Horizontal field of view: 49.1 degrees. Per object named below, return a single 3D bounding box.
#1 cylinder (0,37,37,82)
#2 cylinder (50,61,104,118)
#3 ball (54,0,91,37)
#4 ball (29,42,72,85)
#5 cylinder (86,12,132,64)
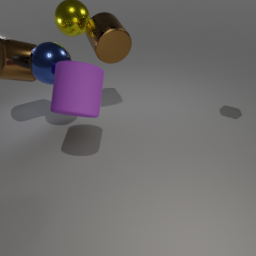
[{"bbox_3d":[-4.002,-2.386,9.920,1.400,1.400,1.400,29,21,37],"label":"cylinder"},{"bbox_3d":[-1.464,-1.077,8.151,1.400,1.400,1.400,7,-2,0],"label":"cylinder"},{"bbox_3d":[-2.177,-4.308,11.007,1.400,1.400,1.400,0,34,0],"label":"ball"},{"bbox_3d":[-2.581,-2.159,9.374,1.400,1.400,1.400,0,34,0],"label":"ball"},{"bbox_3d":[-0.742,-3.369,10.485,1.400,1.400,1.400,-12,48,-17],"label":"cylinder"}]
